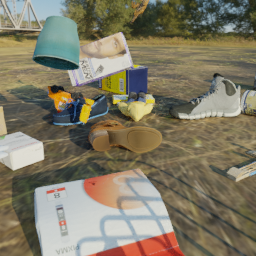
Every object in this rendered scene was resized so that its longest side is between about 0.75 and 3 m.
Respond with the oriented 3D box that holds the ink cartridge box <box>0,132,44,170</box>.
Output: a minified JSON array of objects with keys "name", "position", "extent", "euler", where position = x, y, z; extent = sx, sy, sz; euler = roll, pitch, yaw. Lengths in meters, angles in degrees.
[{"name":"ink cartridge box","position":[-2.715,0.530,6.837],"extent":[1.139,0.480,0.832],"euler":[18,27,40]}]

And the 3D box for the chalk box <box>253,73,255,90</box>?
[{"name":"chalk box","position":[7.245,-2.269,13.611],"extent":[1.102,1.108,1.781],"euler":[-11,24,-27]}]

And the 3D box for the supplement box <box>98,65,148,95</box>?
[{"name":"supplement box","position":[-0.293,-2.458,13.824],"extent":[1.281,1.289,2.354],"euler":[-17,26,-39]}]

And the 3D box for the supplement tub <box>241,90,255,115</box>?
[{"name":"supplement tub","position":[4.784,-0.856,10.047],"extent":[1.213,0.876,0.876],"euler":[16,25,40]}]

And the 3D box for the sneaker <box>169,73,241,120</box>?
[{"name":"sneaker","position":[2.746,-1.173,9.933],"extent":[2.689,1.553,1.009],"euler":[-4,20,-12]}]

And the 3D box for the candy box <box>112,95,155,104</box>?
[{"name":"candy box","position":[0.212,-1.238,12.045],"extent":[1.732,0.229,0.885],"euler":[-2,18,-5]}]

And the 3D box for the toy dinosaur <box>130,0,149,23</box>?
[{"name":"toy dinosaur","position":[0.280,-2.921,6.966],"extent":[0.337,1.117,0.593],"euler":[49,40,5]}]

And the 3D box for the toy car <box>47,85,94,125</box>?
[{"name":"toy car","position":[-2.098,-0.790,9.456],"extent":[1.449,0.983,2.954],"euler":[17,8,-18]}]

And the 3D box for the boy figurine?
[{"name":"boy figurine","position":[0.234,-0.801,10.236],"extent":[1.327,0.688,2.134],"euler":[4,18,4]}]

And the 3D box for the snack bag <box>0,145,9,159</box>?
[{"name":"snack bag","position":[-3.750,0.951,4.709],"extent":[2.602,0.279,2.453],"euler":[-15,7,31]}]

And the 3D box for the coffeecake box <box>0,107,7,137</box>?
[{"name":"coffeecake box","position":[-5.056,0.031,7.494],"extent":[2.620,0.957,2.011],"euler":[5,21,14]}]

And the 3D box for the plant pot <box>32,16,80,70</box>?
[{"name":"plant pot","position":[-1.518,-1.886,6.194],"extent":[1.023,0.961,1.023],"euler":[7,-3,0]}]

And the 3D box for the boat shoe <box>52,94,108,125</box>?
[{"name":"boat shoe","position":[-1.679,-0.712,9.755],"extent":[0.991,0.808,2.355],"euler":[12,23,30]}]

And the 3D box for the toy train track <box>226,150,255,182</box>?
[{"name":"toy train track","position":[3.097,0.739,6.476],"extent":[2.170,0.353,1.244],"euler":[-13,24,-31]}]

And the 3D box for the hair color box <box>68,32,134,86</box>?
[{"name":"hair color box","position":[-0.851,-1.938,8.057],"extent":[1.821,0.995,0.590],"euler":[-17,5,10]}]

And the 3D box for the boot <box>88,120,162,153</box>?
[{"name":"boot","position":[-0.141,0.170,7.743],"extent":[1.905,0.731,1.479],"euler":[-10,17,-7]}]

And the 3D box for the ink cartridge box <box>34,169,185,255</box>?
[{"name":"ink cartridge box","position":[-0.289,1.496,4.074],"extent":[1.958,0.605,2.414],"euler":[-8,19,-19]}]
